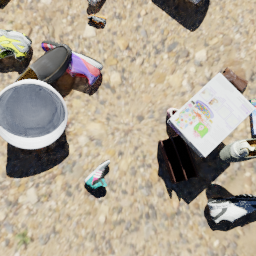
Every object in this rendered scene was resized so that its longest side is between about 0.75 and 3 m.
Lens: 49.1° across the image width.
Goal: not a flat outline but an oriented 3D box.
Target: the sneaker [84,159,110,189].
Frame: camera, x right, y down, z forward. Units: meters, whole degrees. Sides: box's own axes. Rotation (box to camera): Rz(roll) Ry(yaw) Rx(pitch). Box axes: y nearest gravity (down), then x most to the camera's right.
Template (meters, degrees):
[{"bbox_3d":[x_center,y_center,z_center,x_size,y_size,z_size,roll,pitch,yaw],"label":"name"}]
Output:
[{"bbox_3d":[-1.001,1.887,10.794,1.283,0.537,0.775,-44,78,1],"label":"sneaker"}]

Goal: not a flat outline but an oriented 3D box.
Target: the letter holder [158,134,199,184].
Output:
[{"bbox_3d":[1.887,1.137,10.555,0.892,1.261,1.774,-18,80,-2],"label":"letter holder"}]

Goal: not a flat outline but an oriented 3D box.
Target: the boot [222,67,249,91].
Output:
[{"bbox_3d":[4.279,-1.800,11.556,1.183,0.380,1.102,39,84,2],"label":"boot"}]

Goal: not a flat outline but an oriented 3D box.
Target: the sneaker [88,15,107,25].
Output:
[{"bbox_3d":[-1.343,-4.641,12.052,0.823,0.322,0.318,9,85,1],"label":"sneaker"}]

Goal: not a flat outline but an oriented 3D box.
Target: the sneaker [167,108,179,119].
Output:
[{"bbox_3d":[2.073,-0.209,11.036,0.532,0.739,1.413,-38,89,-3],"label":"sneaker"}]

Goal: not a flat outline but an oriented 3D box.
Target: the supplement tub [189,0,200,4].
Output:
[{"bbox_3d":[2.377,-6.539,11.769,2.314,1.526,1.526,39,82,6],"label":"supplement tub"}]

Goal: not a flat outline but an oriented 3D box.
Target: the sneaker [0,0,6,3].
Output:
[{"bbox_3d":[-5.435,-6.105,12.219,0.563,0.468,1.249,31,81,-1],"label":"sneaker"}]

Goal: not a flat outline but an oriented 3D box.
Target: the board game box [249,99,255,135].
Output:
[{"bbox_3d":[5.537,-0.455,11.348,1.095,0.265,1.447,-2,81,-1],"label":"board game box"}]

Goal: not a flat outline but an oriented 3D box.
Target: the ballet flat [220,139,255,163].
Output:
[{"bbox_3d":[4.070,0.604,9.051,2.331,0.742,0.786,-11,59,31],"label":"ballet flat"}]

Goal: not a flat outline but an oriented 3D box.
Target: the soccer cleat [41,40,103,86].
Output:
[{"bbox_3d":[-2.421,-2.705,11.450,2.777,0.947,1.016,25,92,4],"label":"soccer cleat"}]

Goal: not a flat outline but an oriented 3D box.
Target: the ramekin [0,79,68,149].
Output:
[{"bbox_3d":[-3.557,-0.607,10.383,2.531,1.328,2.531,-6,114,-14],"label":"ramekin"}]

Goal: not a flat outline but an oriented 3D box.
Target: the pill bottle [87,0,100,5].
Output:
[{"bbox_3d":[-1.330,-5.902,12.104,0.628,0.628,1.114,28,81,5],"label":"pill bottle"}]

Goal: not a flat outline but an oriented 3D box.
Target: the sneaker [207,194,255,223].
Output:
[{"bbox_3d":[4.116,3.040,10.579,2.200,0.811,0.880,-7,93,3],"label":"sneaker"}]

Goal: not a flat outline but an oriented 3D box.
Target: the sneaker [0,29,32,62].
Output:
[{"bbox_3d":[-5.470,-3.508,11.475,2.852,1.075,1.089,11,80,3],"label":"sneaker"}]

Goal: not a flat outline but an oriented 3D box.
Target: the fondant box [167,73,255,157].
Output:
[{"bbox_3d":[2.858,-0.435,9.777,2.441,0.711,1.761,-43,86,-5],"label":"fondant box"}]

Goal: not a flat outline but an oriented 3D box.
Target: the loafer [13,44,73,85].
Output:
[{"bbox_3d":[-3.335,-2.141,10.842,2.889,1.044,1.052,-43,91,12],"label":"loafer"}]
